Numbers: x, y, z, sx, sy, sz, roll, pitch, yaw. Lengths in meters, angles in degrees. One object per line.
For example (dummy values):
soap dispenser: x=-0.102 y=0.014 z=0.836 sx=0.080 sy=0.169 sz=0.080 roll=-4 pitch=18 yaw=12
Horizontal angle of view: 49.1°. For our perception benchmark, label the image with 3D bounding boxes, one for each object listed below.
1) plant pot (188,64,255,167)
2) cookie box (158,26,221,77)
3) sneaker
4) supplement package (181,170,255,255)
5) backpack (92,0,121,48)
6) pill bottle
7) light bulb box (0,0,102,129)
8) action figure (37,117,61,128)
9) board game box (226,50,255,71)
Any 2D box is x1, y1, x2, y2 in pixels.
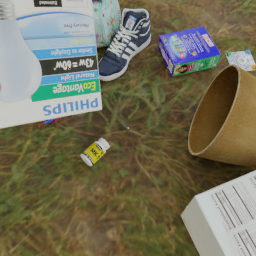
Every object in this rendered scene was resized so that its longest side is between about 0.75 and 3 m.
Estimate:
plant pot: x=3.327 y=0.013 z=7.245 sx=2.659 sy=2.478 sz=2.478 roll=21 pitch=62 yaw=-4
cookie box: x=2.054 y=-2.613 z=9.526 sx=1.660 sy=0.624 sz=1.420 roll=-14 pitch=62 yaw=-8
sneaker: x=-0.164 y=-2.825 z=9.165 sx=0.944 sy=1.462 sz=2.694 roll=33 pitch=66 yaw=17
supplement package: x=2.751 y=2.110 z=6.206 sx=2.384 sy=1.809 sz=1.796 roll=-20 pitch=63 yaw=-11
backpack: x=-0.936 y=-3.701 z=9.582 sx=1.399 sy=1.605 sz=1.825 roll=3 pitch=64 yaw=9
pill bottle: x=-0.905 y=0.657 z=7.810 sx=0.439 sy=0.439 sz=0.768 roll=39 pitch=68 yaw=19
light bulb box: x=-2.210 y=-1.598 z=5.944 sx=2.754 sy=2.778 sz=1.734 roll=-14 pitch=20 yaw=-26
action figure: x=-2.323 y=-0.276 z=8.473 sx=0.842 sy=0.218 sz=0.275 roll=-23 pitch=69 yaw=-18
board game box: x=3.925 y=-2.331 z=9.668 sx=0.879 sy=0.114 sz=0.879 roll=-6 pitch=61 yaw=-4
